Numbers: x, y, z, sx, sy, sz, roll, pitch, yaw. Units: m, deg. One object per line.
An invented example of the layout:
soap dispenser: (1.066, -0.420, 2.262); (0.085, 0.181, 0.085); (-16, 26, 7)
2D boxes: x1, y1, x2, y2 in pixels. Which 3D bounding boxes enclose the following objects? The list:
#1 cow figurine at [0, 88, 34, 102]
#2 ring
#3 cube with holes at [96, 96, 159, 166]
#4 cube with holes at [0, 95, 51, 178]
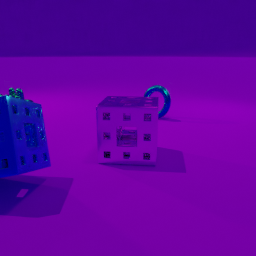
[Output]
cow figurine: (-3.691, -0.763, 9.357); (0.636, 1.140, 1.158); (7, 33, 24)
ring: (0.960, -0.888, 9.471); (1.127, 1.127, 0.225); (14, 12, 40)
cube with holes: (0.042, 0.008, 6.119); (1.209, 1.209, 1.209); (2, 16, 6)
cube with holes: (-2.116, 0.212, 4.583); (1.149, 1.149, 1.149); (-10, -3, 7)
